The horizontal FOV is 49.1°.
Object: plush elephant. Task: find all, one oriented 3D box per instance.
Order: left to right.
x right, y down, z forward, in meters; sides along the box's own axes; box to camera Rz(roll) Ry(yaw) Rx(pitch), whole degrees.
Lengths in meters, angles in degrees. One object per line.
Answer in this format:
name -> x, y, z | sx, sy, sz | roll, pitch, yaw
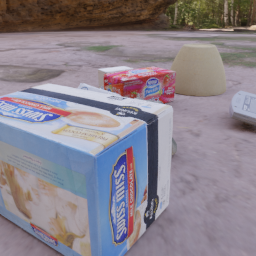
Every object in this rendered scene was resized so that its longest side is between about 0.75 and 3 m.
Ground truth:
plush elephant -> 0.065, 0.055, 6.267 | 1.357, 1.444, 1.753 | -29, -27, 25

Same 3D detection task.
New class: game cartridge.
game cartridge -> 3.489, -0.582, 8.045 | 1.073, 0.326, 1.609 | 23, 36, 16

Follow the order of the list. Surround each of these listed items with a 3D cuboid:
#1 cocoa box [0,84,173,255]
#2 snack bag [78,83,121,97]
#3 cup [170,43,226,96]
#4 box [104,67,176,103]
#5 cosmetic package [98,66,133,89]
cocoa box -> -0.913, 0.491, 4.330 | 2.700, 1.800, 1.771 | 15, 27, 31
snack bag -> -0.999, -0.206, 6.382 | 1.799, 1.696, 0.193 | 21, -11, 48
cup -> 2.826, -2.487, 11.472 | 2.479, 1.773, 2.479 | -1, 23, 0
box -> 0.423, -1.376, 9.643 | 2.342, 1.118, 1.167 | -17, 28, -34
cosmetic package -> -0.438, -1.605, 10.192 | 1.124, 1.127, 0.693 | -14, 27, -30
